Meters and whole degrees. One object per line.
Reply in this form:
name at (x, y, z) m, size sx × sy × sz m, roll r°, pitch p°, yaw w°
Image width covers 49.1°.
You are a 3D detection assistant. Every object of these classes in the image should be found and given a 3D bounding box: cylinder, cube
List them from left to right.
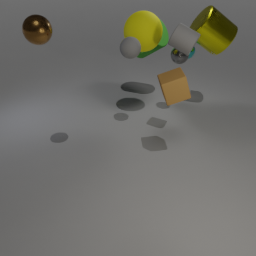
cylinder at (0.871, -4.066, 12.669) m, size 1.400 × 1.400 × 1.400 m, roll -16°, pitch 11°, yaw 47°
cube at (1.294, -1.174, 7.892) m, size 0.700 × 0.700 × 0.700 m, roll -18°, pitch 34°, yaw 7°
cylinder at (1.664, -2.634, 8.320) m, size 0.700 × 0.700 × 0.700 m, roll 32°, pitch 36°, yaw 5°
cylinder at (3.374, -3.887, 11.227) m, size 1.400 × 1.400 × 1.400 m, roll 31°, pitch 25°, yaw -17°

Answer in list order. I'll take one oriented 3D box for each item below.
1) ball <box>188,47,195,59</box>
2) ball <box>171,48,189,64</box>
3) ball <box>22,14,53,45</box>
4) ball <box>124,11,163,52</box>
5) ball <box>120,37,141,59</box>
ball at (2.567, -3.355, 12.165) m, size 0.700 × 0.700 × 0.700 m, roll 0°, pitch 30°, yaw 0°
ball at (2.002, -2.832, 10.832) m, size 0.700 × 0.700 × 0.700 m, roll 0°, pitch 30°, yaw 0°
ball at (-2.182, -2.363, 6.752) m, size 0.700 × 0.700 × 0.700 m, roll 0°, pitch 30°, yaw 0°
ball at (0.540, -3.464, 10.069) m, size 1.400 × 1.400 × 1.400 m, roll 0°, pitch 30°, yaw 0°
ball at (0.078, -2.629, 9.185) m, size 0.700 × 0.700 × 0.700 m, roll 0°, pitch 30°, yaw 0°
